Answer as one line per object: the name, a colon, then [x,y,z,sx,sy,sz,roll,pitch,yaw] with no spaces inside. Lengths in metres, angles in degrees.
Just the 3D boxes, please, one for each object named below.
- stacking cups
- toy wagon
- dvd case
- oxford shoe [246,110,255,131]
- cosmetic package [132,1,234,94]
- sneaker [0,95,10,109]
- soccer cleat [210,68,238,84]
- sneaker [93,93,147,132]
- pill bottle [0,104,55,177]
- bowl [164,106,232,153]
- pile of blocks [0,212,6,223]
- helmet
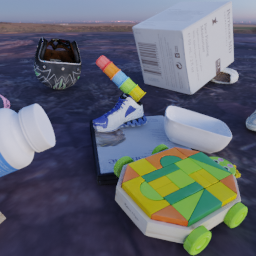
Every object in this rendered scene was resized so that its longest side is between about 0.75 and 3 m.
stacking cups: [-0.232,-1.604,9.014,1.842,0.557,0.557,46,30,-1]
toy wagon: [0.924,0.822,4.288,2.250,0.445,1.746,-16,37,-32]
dvd case: [0.204,0.324,6.167,1.982,0.244,2.778,-4,23,-9]
oxford shoe: [3.735,-0.398,7.471,0.789,0.606,2.099,22,33,36]
cosmetic package: [2.240,-3.240,10.955,2.997,2.470,2.472,-37,39,-27]
sneaker: [-4.747,-0.694,8.032,2.974,1.043,1.220,11,4,25]
soccer cleat: [3.546,-2.388,12.097,2.325,0.806,0.902,18,30,31]
sneaker: [-0.201,-0.397,6.514,1.336,0.771,0.540,-12,19,-23]
pill bottle: [-2.191,0.296,4.542,1.844,1.035,1.035,-21,24,0]
bowl: [1.419,0.046,6.004,1.401,0.523,1.399,16,19,6]
pile of blocks: [-2.415,1.118,3.766,1.480,0.607,0.460,7,24,17]
helmet: [-2.648,-2.365,10.609,1.926,1.836,1.926,-7,-14,-2]
